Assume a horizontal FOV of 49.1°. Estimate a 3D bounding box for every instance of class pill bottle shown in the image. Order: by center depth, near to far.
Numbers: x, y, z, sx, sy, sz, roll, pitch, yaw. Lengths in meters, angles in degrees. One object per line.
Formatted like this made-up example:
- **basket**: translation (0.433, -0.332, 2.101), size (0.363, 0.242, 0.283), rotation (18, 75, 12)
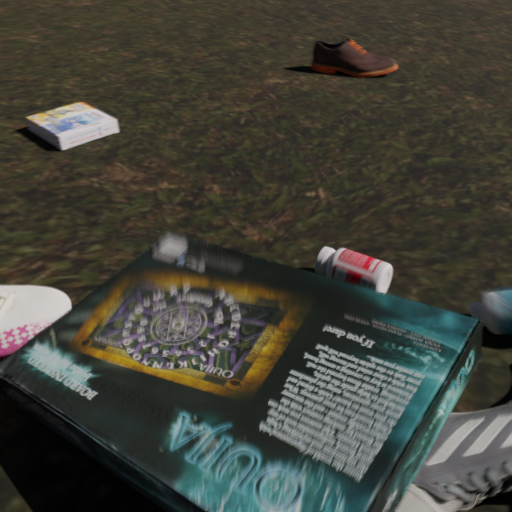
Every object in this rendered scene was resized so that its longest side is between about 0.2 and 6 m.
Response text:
- **pill bottle**: translation (3.361, 0.730, 7.332), size (0.997, 0.552, 0.552), rotation (-10, 31, 25)
- **pill bottle**: translation (1.398, 0.232, 8.131), size (1.023, 0.574, 0.574), rotation (21, 41, 27)

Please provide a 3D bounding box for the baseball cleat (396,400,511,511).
- **baseball cleat**: translation (2.034, 2.103, 5.304), size (2.934, 1.023, 1.562), rotation (-3, 40, 18)

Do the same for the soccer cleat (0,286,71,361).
- **soccer cleat**: translation (-3.745, 0.738, 6.867), size (2.752, 1.188, 0.961), rotation (-12, 43, -15)

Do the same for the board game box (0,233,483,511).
- **board game box**: translation (-0.358, 1.168, 5.993), size (4.453, 0.627, 3.012), rotation (16, 44, 36)

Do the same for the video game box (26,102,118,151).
- **video game box**: translation (-4.185, -2.984, 12.756), size (1.438, 0.370, 1.579), rotation (-28, 44, -37)

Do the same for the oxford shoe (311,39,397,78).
- **oxford shoe**: translation (2.802, -5.682, 16.013), size (2.461, 0.893, 0.876), rotation (7, 37, 10)
